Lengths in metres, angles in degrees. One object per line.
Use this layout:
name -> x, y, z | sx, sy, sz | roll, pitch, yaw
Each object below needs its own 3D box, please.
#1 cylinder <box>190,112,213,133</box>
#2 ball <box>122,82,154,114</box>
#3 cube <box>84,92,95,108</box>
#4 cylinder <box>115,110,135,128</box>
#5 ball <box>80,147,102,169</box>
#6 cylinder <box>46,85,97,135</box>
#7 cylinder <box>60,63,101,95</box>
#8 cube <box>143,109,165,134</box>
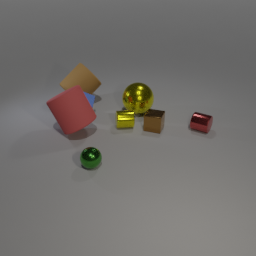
cylinder -> 2.910, -0.223, 11.094 | 0.700, 0.700, 0.700 | 18, 33, 28
ball -> 0.440, -1.300, 12.319 | 1.400, 1.400, 1.400 | 0, 29, 0
cube -> -1.911, -1.049, 12.097 | 0.700, 0.700, 0.700 | 21, 46, -17
cylinder -> -0.128, -0.357, 11.309 | 0.700, 0.700, 0.700 | -2, 29, -9
ball -> -1.186, 0.951, 8.953 | 0.700, 0.700, 0.700 | 0, 29, 0
cylinder -> -2.117, -0.692, 10.575 | 1.400, 1.400, 1.400 | -25, 16, 8
cylinder -> -2.204, -2.051, 13.058 | 1.400, 1.400, 1.400 | -46, 39, -1
cube -> 1.053, -0.283, 11.210 | 0.700, 0.700, 0.700 | 10, 30, 17
